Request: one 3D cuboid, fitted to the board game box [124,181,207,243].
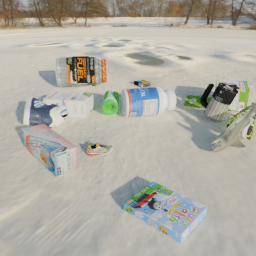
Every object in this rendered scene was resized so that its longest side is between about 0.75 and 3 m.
[{"bbox_3d":[0.879,1.908,6.628,1.581,0.289,1.196,20,30,36],"label":"board game box"}]

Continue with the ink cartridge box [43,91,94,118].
[{"bbox_3d":[-2.708,-1.115,12.944,1.941,0.815,1.406,4,24,9],"label":"ink cartridge box"}]

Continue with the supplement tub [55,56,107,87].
[{"bbox_3d":[-2.812,-3.443,17.058,2.988,1.831,1.831,-4,24,-7],"label":"supplement tub"}]

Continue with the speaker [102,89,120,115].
[{"bbox_3d":[-0.803,-1.254,13.284,0.831,0.831,1.879,0,24,0],"label":"speaker"}]

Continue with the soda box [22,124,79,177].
[{"bbox_3d":[-2.546,0.622,9.008,0.825,0.766,2.411,-18,29,-36],"label":"soda box"}]

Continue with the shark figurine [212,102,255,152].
[{"bbox_3d":[3.890,0.147,9.722,0.985,2.360,1.410,47,4,10],"label":"shark figurine"}]

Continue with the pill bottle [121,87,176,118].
[{"bbox_3d":[0.905,-1.184,12.537,2.290,1.285,1.285,-6,24,-13],"label":"pill bottle"}]

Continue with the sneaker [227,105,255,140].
[{"bbox_3d":[4.561,-0.386,11.138,0.955,0.943,2.500,12,25,25],"label":"sneaker"}]

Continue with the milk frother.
[{"bbox_3d":[4.131,-1.214,12.190,1.524,1.433,1.375,4,35,-27],"label":"milk frother"}]

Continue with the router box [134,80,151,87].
[{"bbox_3d":[0.892,-2.792,17.555,0.702,0.240,0.941,-12,26,-26],"label":"router box"}]

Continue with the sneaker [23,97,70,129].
[{"bbox_3d":[-3.399,-0.634,11.878,1.782,0.980,2.433,4,17,-16],"label":"sneaker"}]

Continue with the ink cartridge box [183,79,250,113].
[{"bbox_3d":[4.359,-1.705,13.967,2.893,1.096,2.138,8,24,15],"label":"ink cartridge box"}]

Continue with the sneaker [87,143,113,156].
[{"bbox_3d":[-0.931,0.689,9.348,0.903,0.371,0.351,-7,25,-17],"label":"sneaker"}]
